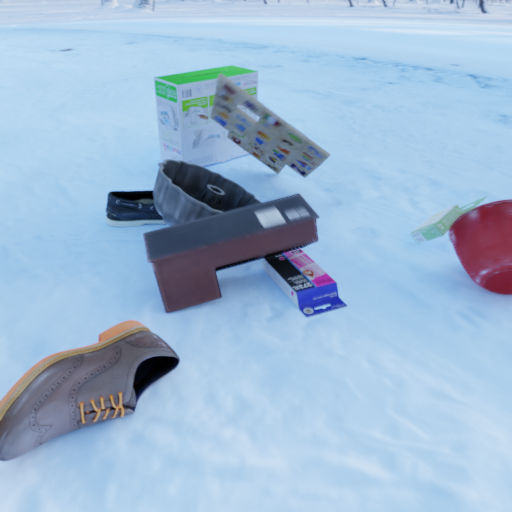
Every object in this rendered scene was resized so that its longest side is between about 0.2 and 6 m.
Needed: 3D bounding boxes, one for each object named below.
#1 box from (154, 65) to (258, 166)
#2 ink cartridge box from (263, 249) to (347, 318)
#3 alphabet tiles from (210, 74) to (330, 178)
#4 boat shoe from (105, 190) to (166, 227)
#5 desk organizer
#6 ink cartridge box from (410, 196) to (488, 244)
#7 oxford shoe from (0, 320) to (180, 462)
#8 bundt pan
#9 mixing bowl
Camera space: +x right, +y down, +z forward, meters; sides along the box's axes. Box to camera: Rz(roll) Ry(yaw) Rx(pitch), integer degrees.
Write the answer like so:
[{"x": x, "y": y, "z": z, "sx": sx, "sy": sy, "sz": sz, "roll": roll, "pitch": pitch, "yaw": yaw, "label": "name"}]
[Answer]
[{"x": -1.374, "y": -4.095, "z": 16.524, "sx": 2.830, "sy": 2.497, "sz": 1.368, "roll": -23, "pitch": 38, "yaw": -33, "label": "box"}, {"x": 0.904, "y": 0.482, "z": 10.775, "sx": 0.883, "sy": 0.346, "sz": 1.864, "roll": -13, "pitch": 35, "yaw": -21, "label": "ink cartridge box"}, {"x": 0.173, "y": -2.981, "z": 14.108, "sx": 3.031, "sy": 0.137, "sz": 3.626, "roll": 35, "pitch": -7, "yaw": -5, "label": "alphabet tiles"}, {"x": -2.246, "y": -1.329, "z": 13.324, "sx": 2.665, "sy": 0.884, "sz": 0.996, "roll": -5, "pitch": 30, "yaw": -8, "label": "boat shoe"}, {"x": -0.405, "y": -0.072, "z": 10.382, "sx": 3.083, "sy": 1.187, "sz": 1.106, "roll": -15, "pitch": 31, "yaw": -8, "label": "desk organizer"}, {"x": 4.120, "y": -0.865, "z": 12.019, "sx": 1.456, "sy": 0.349, "sz": 1.060, "roll": -40, "pitch": 1, "yaw": -14, "label": "ink cartridge box"}, {"x": -2.277, "y": 1.857, "z": 7.684, "sx": 1.071, "sy": 1.047, "sz": 2.938, "roll": 24, "pitch": 37, "yaw": 27, "label": "oxford shoe"}, {"x": -1.073, "y": -1.023, "z": 12.045, "sx": 2.622, "sy": 0.984, "sz": 2.622, "roll": 25, "pitch": 22, "yaw": -11, "label": "bundt pan"}, {"x": 4.670, "y": 0.006, "z": 10.307, "sx": 2.098, "sy": 2.098, "sz": 1.136, "roll": 4, "pitch": 62, "yaw": 7, "label": "mixing bowl"}]
